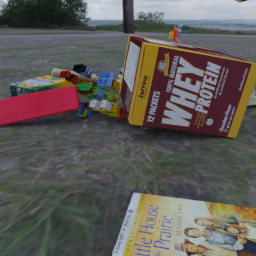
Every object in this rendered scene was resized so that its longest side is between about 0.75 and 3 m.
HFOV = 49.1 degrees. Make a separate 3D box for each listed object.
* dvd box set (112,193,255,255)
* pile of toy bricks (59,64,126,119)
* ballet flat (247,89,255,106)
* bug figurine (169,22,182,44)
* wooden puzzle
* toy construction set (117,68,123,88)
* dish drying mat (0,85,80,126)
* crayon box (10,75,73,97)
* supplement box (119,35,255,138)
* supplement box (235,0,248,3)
[{"bbox_3d":[1.067,1.546,3.443,2.404,0.353,1.759,5,22,12],"label":"dvd box set"},{"bbox_3d":[-1.029,-1.013,8.798,2.807,1.557,1.386,7,-13,40],"label":"pile of toy bricks"},{"bbox_3d":[4.298,-1.056,9.471,1.970,0.684,0.684,-6,23,-15],"label":"ballet flat"},{"bbox_3d":[1.600,-2.975,9.362,0.320,0.965,1.244,13,31,13],"label":"bug figurine"},{"bbox_3d":[-2.293,-2.175,12.086,1.917,0.479,2.070,7,12,-14],"label":"wooden puzzle"},{"bbox_3d":[0.580,-2.240,11.629,2.547,1.173,1.670,-29,48,-18],"label":"toy construction set"},{"bbox_3d":[-2.592,-0.640,8.008,2.405,0.219,0.924,-12,55,-3],"label":"dish drying mat"},{"bbox_3d":[-3.162,-1.575,10.830,1.401,0.575,2.228,12,25,28],"label":"crayon box"},{"bbox_3d":[1.390,-1.288,7.787,2.815,1.895,2.854,7,21,-9],"label":"supplement box"},{"bbox_3d":[2.118,-3.679,6.337,1.928,0.826,1.064,40,45,22],"label":"supplement box"}]
